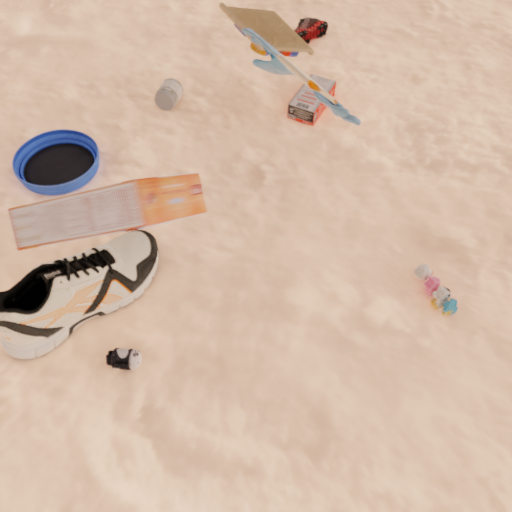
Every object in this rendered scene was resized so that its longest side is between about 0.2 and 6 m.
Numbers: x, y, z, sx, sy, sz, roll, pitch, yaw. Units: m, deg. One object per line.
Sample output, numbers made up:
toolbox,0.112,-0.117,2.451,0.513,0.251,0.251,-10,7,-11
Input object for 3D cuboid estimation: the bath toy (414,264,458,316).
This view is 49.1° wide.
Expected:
bath toy,3.507,0.647,10.971,0.416,0.489,1.126,10,39,-36

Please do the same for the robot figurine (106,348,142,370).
robot figurine,-2.367,1.842,10.042,0.620,0.387,0.466,4,62,3

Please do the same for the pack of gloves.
pack of gloves,0.662,-2.769,9.040,0.432,1.841,2.192,-49,51,17

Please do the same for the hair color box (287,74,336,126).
hair color box,1.458,-4.087,14.624,0.762,0.460,1.501,23,55,16

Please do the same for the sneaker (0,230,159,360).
sneaker,-3.258,0.498,10.491,1.277,1.386,3.465,35,58,26

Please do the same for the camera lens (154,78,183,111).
camera lens,-2.280,-4.233,14.655,0.589,0.589,0.736,13,53,10

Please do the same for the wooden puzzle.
wooden puzzle,0.206,-4.999,12.605,1.813,0.420,1.679,-10,54,-40

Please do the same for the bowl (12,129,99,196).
bowl,-4.676,-2.200,13.199,1.983,0.389,1.983,0,52,0

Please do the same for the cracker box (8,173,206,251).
cracker box,-2.135,-0.659,8.164,2.348,0.677,1.573,-7,7,26

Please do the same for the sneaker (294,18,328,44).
sneaker,1.405,-6.641,16.576,1.501,0.530,0.733,-34,60,-26
